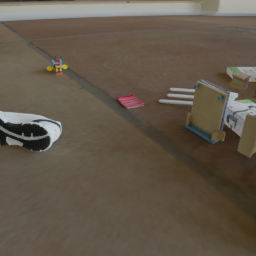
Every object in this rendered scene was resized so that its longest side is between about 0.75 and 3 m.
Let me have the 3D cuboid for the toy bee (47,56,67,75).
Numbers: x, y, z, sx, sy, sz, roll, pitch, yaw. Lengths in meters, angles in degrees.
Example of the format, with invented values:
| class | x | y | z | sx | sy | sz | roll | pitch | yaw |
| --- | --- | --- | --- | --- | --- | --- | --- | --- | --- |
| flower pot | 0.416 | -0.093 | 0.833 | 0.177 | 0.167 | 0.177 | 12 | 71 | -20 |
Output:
| class | x | y | z | sx | sy | sz | roll | pitch | yaw |
| --- | --- | --- | --- | --- | --- | --- | --- | --- | --- |
| toy bee | -3.321 | -2.803 | 12.990 | 0.896 | 0.744 | 1.369 | -9 | 3 | 1 |

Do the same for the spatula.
| class | x | y | z | sx | sy | sz | roll | pitch | yaw |
| --- | --- | --- | --- | --- | --- | --- | --- | --- | --- |
| spatula | 2.511 | -1.072 | 9.952 | 2.514 | 0.202 | 1.748 | 7 | 30 | 24 |

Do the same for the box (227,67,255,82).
| class | x | y | z | sx | sy | sz | roll | pitch | yaw |
| --- | --- | --- | --- | --- | --- | --- | --- | --- | --- |
| box | 5.477 | -2.393 | 12.449 | 1.822 | 0.331 | 1.315 | 2 | 28 | 2 |

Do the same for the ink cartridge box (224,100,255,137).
| class | x | y | z | sx | sy | sz | roll | pitch | yaw |
| --- | --- | --- | --- | --- | --- | --- | --- | --- | --- |
| ink cartridge box | 3.413 | -0.289 | 8.108 | 1.000 | 0.577 | 1.374 | -6 | 28 | -12 |

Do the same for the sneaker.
| class | x | y | z | sx | sy | sz | roll | pitch | yaw |
| --- | --- | --- | --- | --- | --- | --- | --- | --- | --- |
| sneaker | -2.901 | 0.018 | 7.407 | 2.467 | 0.909 | 0.987 | 13 | 19 | 13 |

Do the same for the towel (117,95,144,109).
| class | x | y | z | sx | sy | sz | roll | pitch | yaw |
| --- | --- | --- | --- | --- | --- | --- | --- | --- | --- |
| towel | 0.072 | -0.940 | 9.877 | 0.686 | 0.107 | 0.948 | -12 | 30 | -20 |

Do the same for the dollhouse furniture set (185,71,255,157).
| class | x | y | z | sx | sy | sz | roll | pitch | yaw |
| --- | --- | --- | --- | --- | --- | --- | --- | --- | --- |
| dollhouse furniture set | 2.752 | -0.736 | 7.183 | 1.470 | 2.126 | 2.253 | -22 | 38 | -30 |
